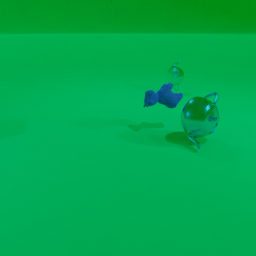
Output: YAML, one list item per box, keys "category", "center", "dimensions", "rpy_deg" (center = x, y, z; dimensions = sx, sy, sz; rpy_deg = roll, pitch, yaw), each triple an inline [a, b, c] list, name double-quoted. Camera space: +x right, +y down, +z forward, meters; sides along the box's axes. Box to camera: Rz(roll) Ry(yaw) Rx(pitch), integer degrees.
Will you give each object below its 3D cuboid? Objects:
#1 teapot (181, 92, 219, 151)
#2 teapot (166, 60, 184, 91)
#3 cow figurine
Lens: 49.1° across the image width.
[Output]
- category: "teapot"
  center: [1.751, -0.193, 6.630]
  dimensions: [0.785, 0.997, 1.604]
  rpy_deg: [10, 65, 44]
- category: "teapot"
  center: [1.917, -2.098, 11.143]
  dimensions: [0.610, 1.246, 0.775]
  rpy_deg: [-2, 2, -24]
- category: "cow figurine"
  center: [0.893, -0.753, 7.356]
  dimensions: [0.926, 0.911, 0.508]
  rpy_deg: [39, -9, -17]
